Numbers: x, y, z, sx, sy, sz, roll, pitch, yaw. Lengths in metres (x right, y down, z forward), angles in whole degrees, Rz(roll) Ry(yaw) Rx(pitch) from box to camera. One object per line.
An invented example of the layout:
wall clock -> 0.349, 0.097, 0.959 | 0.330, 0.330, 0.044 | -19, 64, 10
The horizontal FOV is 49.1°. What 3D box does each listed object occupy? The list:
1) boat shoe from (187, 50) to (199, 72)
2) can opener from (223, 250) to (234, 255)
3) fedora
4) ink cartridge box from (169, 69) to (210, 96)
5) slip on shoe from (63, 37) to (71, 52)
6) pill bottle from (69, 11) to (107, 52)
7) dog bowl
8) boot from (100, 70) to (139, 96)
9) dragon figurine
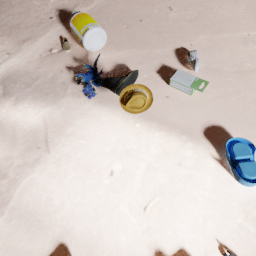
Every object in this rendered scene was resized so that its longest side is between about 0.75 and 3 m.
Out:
boat shoe -> 3.223, -3.325, 13.998 | 0.554, 0.624, 1.696 | 1, 40, 7
can opener -> 3.246, 3.989, 8.241 | 0.897, 0.239, 0.300 | 39, 93, 27
fedora -> 0.297, -0.978, 10.208 | 1.285, 1.285, 0.524 | 2, 27, 2
ink cartridge box -> 2.818, -2.034, 12.945 | 1.627, 0.483, 0.845 | 28, 56, 21
slip on shoe -> -3.316, -4.476, 15.048 | 0.407, 0.324, 1.071 | -8, 51, -6
pill bottle -> -2.244, -5.286, 15.037 | 1.364, 1.364, 2.497 | -24, 55, -18
dog bowl -> 4.248, 1.257, 10.256 | 1.105, 0.492, 1.983 | -6, 51, -4
boot -> -0.387, -2.327, 13.128 | 1.183, 0.662, 1.710 | 26, 54, 26
dragon figurine -> -1.566, -2.395, 13.064 | 1.292, 0.765, 2.599 | 22, 55, 17
